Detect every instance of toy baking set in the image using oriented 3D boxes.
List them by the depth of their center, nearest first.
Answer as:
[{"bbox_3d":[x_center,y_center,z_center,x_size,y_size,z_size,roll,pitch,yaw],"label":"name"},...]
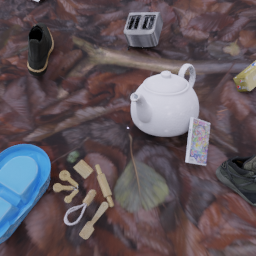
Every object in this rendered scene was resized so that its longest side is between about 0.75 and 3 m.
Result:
[{"bbox_3d":[-1.036,1.685,6.885,1.416,0.215,1.844,-14,67,-34],"label":"toy baking set"}]

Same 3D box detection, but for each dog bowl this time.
[{"bbox_3d":[-3.022,1.675,6.960,1.521,0.676,2.728,26,59,16],"label":"dog bowl"}]

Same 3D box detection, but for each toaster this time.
[{"bbox_3d":[0.541,-3.524,10.100,1.183,0.776,1.308,8,70,22],"label":"toaster"}]

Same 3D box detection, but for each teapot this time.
[{"bbox_3d":[1.062,-0.866,7.804,2.062,1.526,2.089,-2,33,-1],"label":"teapot"}]

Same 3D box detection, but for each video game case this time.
[{"bbox_3d":[1.870,0.372,7.427,0.106,0.844,1.179,1,80,48],"label":"video game case"}]

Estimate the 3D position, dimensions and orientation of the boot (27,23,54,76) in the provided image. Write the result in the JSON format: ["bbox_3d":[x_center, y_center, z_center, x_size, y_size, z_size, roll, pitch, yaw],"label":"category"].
[{"bbox_3d":[-2.892,-3.055,9.239,0.862,1.539,2.225,-1,61,-16],"label":"boot"}]

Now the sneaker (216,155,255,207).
[{"bbox_3d":[3.185,1.332,6.949,1.792,1.026,0.685,37,53,13],"label":"sneaker"}]

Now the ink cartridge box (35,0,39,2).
[{"bbox_3d":[-3.917,-5.814,12.249,0.785,0.275,0.966,23,66,15],"label":"ink cartridge box"}]

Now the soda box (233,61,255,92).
[{"bbox_3d":[4.216,-1.806,9.300,1.535,0.520,0.491,-37,20,-22],"label":"soda box"}]
